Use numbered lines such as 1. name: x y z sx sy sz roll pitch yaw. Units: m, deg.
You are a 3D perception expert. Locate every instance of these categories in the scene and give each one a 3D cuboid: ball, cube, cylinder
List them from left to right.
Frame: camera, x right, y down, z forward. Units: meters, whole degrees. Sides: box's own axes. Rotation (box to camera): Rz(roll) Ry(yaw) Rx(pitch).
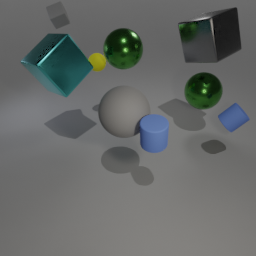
1. cube: -2.287 -2.055 9.084 1.400 1.400 1.400 22 68 47
2. cube: -3.019 -4.877 12.136 0.700 0.700 0.700 -21 72 2
3. ball: -1.197 -2.538 10.828 0.700 0.700 0.700 0 32 0
4. ball: -0.167 -2.755 9.796 1.400 1.400 1.400 0 32 0
5. ball: -0.098 -0.433 7.511 1.400 1.400 1.400 0 32 0
6. cylinder: 0.645 0.137 6.939 0.700 0.700 0.700 -2 40 2
7. ball: 2.825 -1.389 10.526 1.400 1.400 1.400 0 32 0
8. cube: 2.774 -3.099 9.485 1.400 1.400 1.400 -30 26 -28
9. cylinder: 3.392 -0.333 9.000 0.700 0.700 0.700 38 26 -23
